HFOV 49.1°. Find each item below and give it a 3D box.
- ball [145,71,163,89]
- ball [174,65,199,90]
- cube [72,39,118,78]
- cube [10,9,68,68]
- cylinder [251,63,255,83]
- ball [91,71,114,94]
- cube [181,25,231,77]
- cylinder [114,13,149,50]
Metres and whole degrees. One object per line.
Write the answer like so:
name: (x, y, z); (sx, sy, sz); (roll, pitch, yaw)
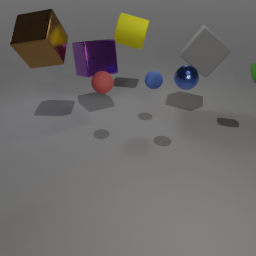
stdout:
ball: (0.995, -1.848, 10.800); (0.700, 0.700, 0.700); (0, 30, 0)
ball: (1.670, -1.442, 7.999); (0.700, 0.700, 0.700); (0, 30, 0)
cube: (-1.396, -2.971, 11.879); (1.400, 1.400, 1.400); (-14, 20, -27)
cube: (-3.169, -3.206, 10.196); (1.400, 1.400, 1.400); (-4, 64, 13)
cylinder: (4.680, -1.967, 9.643); (0.700, 0.700, 0.700); (-10, 20, 36)
ball: (-0.806, -1.441, 8.852); (0.700, 0.700, 0.700); (0, 30, 0)
cube: (3.191, -3.195, 11.619); (1.400, 1.400, 1.400); (38, 27, -5)
cylinder: (0.168, -4.675, 13.583); (1.400, 1.400, 1.400); (16, 31, -1)
